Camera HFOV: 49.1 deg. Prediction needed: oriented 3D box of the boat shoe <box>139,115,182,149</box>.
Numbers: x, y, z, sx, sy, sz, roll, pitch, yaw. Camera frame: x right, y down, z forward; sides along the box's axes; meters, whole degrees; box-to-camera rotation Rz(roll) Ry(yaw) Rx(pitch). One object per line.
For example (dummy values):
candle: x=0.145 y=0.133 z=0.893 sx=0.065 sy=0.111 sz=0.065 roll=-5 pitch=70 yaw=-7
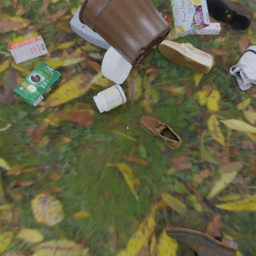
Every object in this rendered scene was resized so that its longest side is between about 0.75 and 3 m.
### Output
boat shoe: x=1.078 y=0.040 z=9.050 sx=1.582 sy=0.538 sz=0.569 roll=33 pitch=74 yaw=11

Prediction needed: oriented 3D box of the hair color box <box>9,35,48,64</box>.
hair color box: x=-2.339 y=-1.847 z=6.599 sx=0.776 sy=0.394 sz=0.238 roll=-22 pitch=47 yaw=-11

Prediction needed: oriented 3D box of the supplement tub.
supplement tub: x=-0.605 y=-0.969 z=9.333 sx=0.930 sy=0.674 sz=0.674 roll=-27 pitch=73 yaw=-8

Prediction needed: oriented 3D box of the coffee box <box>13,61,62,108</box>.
coffee box: x=-3.099 y=-1.521 z=9.715 sx=0.914 sy=0.327 sz=1.487 roll=35 pitch=75 yaw=11

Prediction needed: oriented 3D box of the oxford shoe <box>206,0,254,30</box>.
oxford shoe: x=3.813 y=-4.503 z=10.645 sx=2.036 sy=0.740 sz=0.860 roll=37 pitch=61 yaw=8

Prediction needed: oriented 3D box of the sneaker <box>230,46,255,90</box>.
sneaker: x=4.661 y=-1.668 z=9.497 sx=1.367 sy=0.894 sz=2.379 roll=-41 pitch=70 yaw=-12

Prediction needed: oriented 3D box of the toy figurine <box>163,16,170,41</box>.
toy figurine: x=1.142 y=-3.660 z=10.514 sx=0.636 sy=0.560 sz=1.062 roll=4 pitch=65 yaw=32

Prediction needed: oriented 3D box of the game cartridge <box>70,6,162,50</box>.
game cartridge: x=-0.504 y=-3.820 z=10.284 sx=2.979 sy=0.619 sz=1.984 roll=23 pitch=77 yaw=14

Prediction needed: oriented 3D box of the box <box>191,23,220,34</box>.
box: x=2.643 y=-3.728 z=10.508 sx=1.552 sy=0.300 sz=0.322 roll=1 pitch=71 yaw=0

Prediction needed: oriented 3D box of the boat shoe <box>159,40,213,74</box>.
boat shoe: x=2.076 y=-2.640 z=9.948 sx=1.980 sy=0.730 sz=0.685 roll=27 pitch=70 yaw=-1

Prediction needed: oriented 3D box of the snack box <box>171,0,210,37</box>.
snack box: x=1.601 y=-3.135 z=7.328 sx=0.320 sy=0.859 sz=1.208 roll=-8 pitch=88 yaw=-45

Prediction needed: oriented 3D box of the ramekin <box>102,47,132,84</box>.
ramekin: x=-0.362 y=-2.175 z=9.495 sx=0.611 sy=1.254 sz=1.254 roll=25 pitch=72 yaw=16

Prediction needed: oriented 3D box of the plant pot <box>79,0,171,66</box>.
plant pot: x=0.007 y=-2.620 z=6.954 sx=1.761 sy=1.761 sz=1.743 roll=-42 pitch=91 yaw=-13

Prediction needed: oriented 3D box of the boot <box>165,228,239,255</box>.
boot: x=1.991 y=3.417 z=7.739 sx=2.087 sy=0.780 sz=1.011 roll=13 pitch=69 yaw=3
